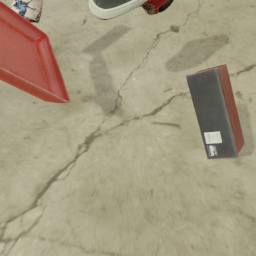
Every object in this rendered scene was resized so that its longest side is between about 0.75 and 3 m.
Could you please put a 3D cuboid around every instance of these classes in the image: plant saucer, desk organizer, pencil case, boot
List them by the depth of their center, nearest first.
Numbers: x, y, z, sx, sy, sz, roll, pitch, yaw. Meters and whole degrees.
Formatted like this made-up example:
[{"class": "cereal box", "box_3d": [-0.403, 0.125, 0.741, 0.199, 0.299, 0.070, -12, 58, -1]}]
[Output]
[{"class": "desk organizer", "box_3d": [1.715, -0.311, 5.372, 0.607, 1.692, 0.652, -9, 13, 38]}, {"class": "plant saucer", "box_3d": [-2.825, -1.954, 6.486, 0.527, 2.865, 2.871, -36, 56, 19]}, {"class": "boot", "box_3d": [0.290, -3.331, 7.333, 2.954, 2.131, 1.070, -38, 83, -13]}, {"class": "pencil case", "box_3d": [-2.904, -4.207, 8.208, 0.808, 2.077, 0.929, 30, 23, 38]}]
